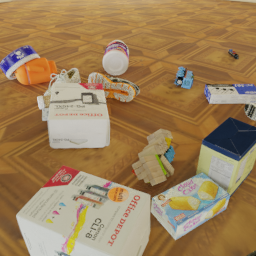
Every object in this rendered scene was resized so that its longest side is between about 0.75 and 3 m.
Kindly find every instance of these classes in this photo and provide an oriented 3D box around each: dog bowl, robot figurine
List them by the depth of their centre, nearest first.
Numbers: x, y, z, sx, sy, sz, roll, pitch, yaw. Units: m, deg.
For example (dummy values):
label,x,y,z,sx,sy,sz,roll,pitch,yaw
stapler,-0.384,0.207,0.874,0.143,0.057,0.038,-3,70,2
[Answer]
label,x,y,z,sx,sy,sz,roll,pitch,yaw
robot figurine,-4.678,-2.850,14.043,2.107,1.229,1.515,-15,42,-20
dog bowl,-5.449,-3.309,14.177,1.903,0.749,1.903,-35,7,5

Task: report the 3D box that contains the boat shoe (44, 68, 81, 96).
label,x,y,z,sx,sy,sz,roll,pitch,yaw
boat shoe,-3.085,-2.225,13.227,0.955,1.102,2.584,16,37,21

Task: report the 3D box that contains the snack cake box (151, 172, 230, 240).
label,x,y,z,sx,sy,sz,roll,pitch,yaw
snack cake box,1.650,2.015,7.471,1.829,0.614,1.052,-20,41,-26

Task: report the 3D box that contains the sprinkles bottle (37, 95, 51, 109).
label,x,y,z,sx,sy,sz,roll,pitch,yaw
sprinkles bottle,-3.066,-1.216,12.235,1.666,0.568,0.568,-11,36,-16

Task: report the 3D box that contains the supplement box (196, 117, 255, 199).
label,x,y,z,sx,sy,sz,roll,pitch,yaw
supplement box,2.960,0.861,8.232,1.108,1.649,1.651,28,43,35

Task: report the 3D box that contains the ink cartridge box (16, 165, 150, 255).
label,x,y,z,sx,sy,sz,roll,pitch,yaw
ink cartridge box,-0.843,2.233,6.210,2.329,1.685,1.693,14,37,20

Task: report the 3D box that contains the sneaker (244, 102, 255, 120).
label,x,y,z,sx,sy,sz,roll,pitch,yaw
sneaker,5.411,-0.532,11.330,0.641,0.594,1.581,-6,36,-30

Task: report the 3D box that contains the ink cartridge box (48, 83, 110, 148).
label,x,y,z,sx,sy,sz,roll,pitch,yaw
ink cartridge box,-1.855,-0.576,10.604,2.081,1.195,2.866,-1,34,-11

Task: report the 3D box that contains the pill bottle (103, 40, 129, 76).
label,x,y,z,sx,sy,sz,roll,pitch,yaw
pill bottle,-0.637,-4.039,15.642,1.377,1.377,2.472,0,35,1

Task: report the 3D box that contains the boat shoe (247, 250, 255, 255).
label,x,y,z,sx,sy,sz,roll,pitch,yaw
boat shoe,3.321,2.889,6.172,2.263,0.641,0.777,-16,38,-22

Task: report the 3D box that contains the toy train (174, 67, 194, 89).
label,x,y,z,sx,sy,sz,roll,pitch,yaw
toy train,2.878,-2.553,14.152,0.895,0.679,1.567,16,34,7

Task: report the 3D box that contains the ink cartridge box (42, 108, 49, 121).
label,x,y,z,sx,sy,sz,roll,pitch,yaw
ink cartridge box,-3.165,-0.616,11.713,0.823,0.167,0.821,-8,35,-12

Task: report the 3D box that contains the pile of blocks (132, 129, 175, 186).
label,x,y,z,sx,sy,sz,roll,pitch,yaw
pile of blocks,0.832,1.017,8.947,0.873,1.154,2.811,-33,9,31

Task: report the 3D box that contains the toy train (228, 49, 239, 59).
label,x,y,z,sx,sy,sz,roll,pitch,yaw
toy train,6.564,-4.625,17.438,0.229,0.308,1.345,-3,34,-5

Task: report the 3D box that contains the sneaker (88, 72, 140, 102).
label,x,y,z,sx,sy,sz,roll,pitch,yaw
sneaker,-0.679,-1.890,12.964,2.734,1.070,1.056,24,28,25

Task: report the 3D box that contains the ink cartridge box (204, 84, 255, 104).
label,x,y,z,sx,sy,sz,roll,pitch,yaw
ink cartridge box,4.748,-1.576,12.821,2.248,0.497,1.057,0,36,0
